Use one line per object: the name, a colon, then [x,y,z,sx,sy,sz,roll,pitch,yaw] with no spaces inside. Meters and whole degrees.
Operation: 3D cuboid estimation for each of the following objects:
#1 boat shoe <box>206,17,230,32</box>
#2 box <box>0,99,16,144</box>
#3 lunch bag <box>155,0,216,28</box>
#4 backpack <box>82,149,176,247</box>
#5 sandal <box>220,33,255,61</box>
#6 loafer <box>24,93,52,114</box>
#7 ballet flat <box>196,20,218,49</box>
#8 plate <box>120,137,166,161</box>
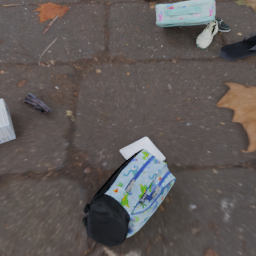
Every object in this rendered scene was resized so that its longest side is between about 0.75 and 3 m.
boat shoe: [4.279,-5.033,13.420,1.379,0.416,0.521,29,56,22]
box: [-4.530,-0.103,9.051,1.403,0.736,1.290,-19,53,-16]
lunch bag: [2.501,-5.042,12.394,2.635,1.016,2.113,-1,22,16]
backpack: [0.120,1.634,7.031,1.803,1.913,2.345,21,46,6]
sandal: [5.310,-3.604,12.092,2.808,0.601,1.068,-23,54,-19]
loafer: [-3.196,-0.778,9.884,1.317,0.473,0.415,34,77,32]
ballet flat: [3.618,-4.343,12.713,0.677,0.677,1.888,22,54,18]
plate: [0.442,0.854,8.621,1.050,0.170,1.048,-26,54,-20]
